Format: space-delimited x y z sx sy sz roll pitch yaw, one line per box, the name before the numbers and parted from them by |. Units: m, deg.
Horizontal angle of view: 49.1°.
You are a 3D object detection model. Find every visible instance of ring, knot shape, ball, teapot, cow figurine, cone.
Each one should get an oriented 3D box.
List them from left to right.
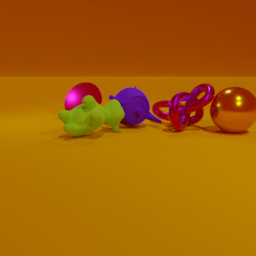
cone | -1.424 -0.775 10.776 1.480 1.480 1.485 4 -14 18
cow figurine | -0.950 -0.254 7.739 1.668 0.916 1.641 -27 -18 2
teapot | 0.204 -0.589 8.665 1.956 1.216 0.958 24 5 -32
ring | 1.488 -0.617 9.834 1.311 0.262 1.311 4 30 -2
knot shape | 1.901 -0.680 8.401 0.805 1.629 1.741 48 12 19
ball | 3.012 -0.512 7.980 1.315 1.315 1.315 0 11 0

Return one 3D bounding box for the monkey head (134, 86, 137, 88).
monkey head | 0.373 -0.946 10.456 0.810 1.345 0.967 -23 -8 -22
